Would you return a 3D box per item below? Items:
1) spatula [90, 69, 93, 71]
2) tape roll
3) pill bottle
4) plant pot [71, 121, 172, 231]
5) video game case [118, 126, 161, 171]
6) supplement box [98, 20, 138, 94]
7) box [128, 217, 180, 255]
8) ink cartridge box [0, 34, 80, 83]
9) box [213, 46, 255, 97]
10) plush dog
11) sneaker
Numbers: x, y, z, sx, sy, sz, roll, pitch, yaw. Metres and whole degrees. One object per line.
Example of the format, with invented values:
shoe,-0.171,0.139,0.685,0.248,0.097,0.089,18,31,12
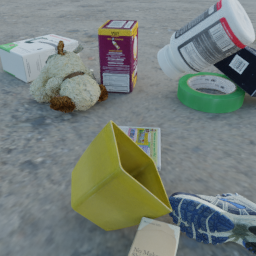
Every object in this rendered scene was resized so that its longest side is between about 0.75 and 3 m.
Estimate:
spatula,-2.365,-2.527,12.803,0.958,0.111,1.378,24,40,24
tape roll,3.102,-1.393,10.543,2.435,0.585,2.435,0,33,0
pill bottle,1.803,-2.073,6.855,2.160,1.195,1.195,-26,13,40
plant pot,-0.277,1.105,5.640,1.385,1.570,1.570,-38,31,14
video game case,0.065,0.518,7.909,1.695,0.205,1.862,3,32,4
supplement box,-0.333,-2.802,10.982,1.278,2.477,1.621,5,33,8
box,0.341,2.357,4.618,0.764,0.625,1.608,10,34,15
ink cartridge box,-4.024,-3.341,12.977,2.152,1.239,2.949,26,41,34
box,4.524,-2.060,10.079,1.996,1.141,2.192,4,39,-38
plush dog,-1.898,-1.601,9.927,2.670,2.142,2.293,-23,63,-32
sneaker,1.923,1.746,5.558,2.321,0.894,0.989,16,25,11
